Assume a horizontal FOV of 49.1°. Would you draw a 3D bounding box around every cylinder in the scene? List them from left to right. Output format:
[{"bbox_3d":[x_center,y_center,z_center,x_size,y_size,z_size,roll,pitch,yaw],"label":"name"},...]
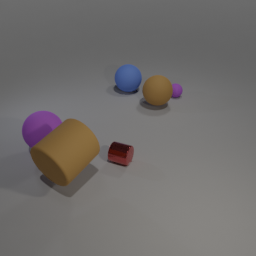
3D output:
[{"bbox_3d":[-1.757,0.674,7.948,1.400,1.400,1.400,20,48,29],"label":"cylinder"},{"bbox_3d":[-0.242,0.875,9.665,0.700,0.700,0.700,13,34,20],"label":"cylinder"}]

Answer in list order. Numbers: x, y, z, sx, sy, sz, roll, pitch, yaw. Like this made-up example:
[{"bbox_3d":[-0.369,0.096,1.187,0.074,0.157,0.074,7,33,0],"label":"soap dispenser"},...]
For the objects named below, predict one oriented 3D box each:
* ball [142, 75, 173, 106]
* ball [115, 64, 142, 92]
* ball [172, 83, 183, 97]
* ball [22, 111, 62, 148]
[{"bbox_3d":[1.363,-1.733,12.927,1.400,1.400,1.400,0,32,0],"label":"ball"},{"bbox_3d":[0.010,-2.568,14.435,1.400,1.400,1.400,0,32,0],"label":"ball"},{"bbox_3d":[2.398,-1.891,14.114,0.700,0.700,0.700,0,32,0],"label":"ball"},{"bbox_3d":[-2.923,0.100,9.686,1.400,1.400,1.400,0,32,0],"label":"ball"}]
